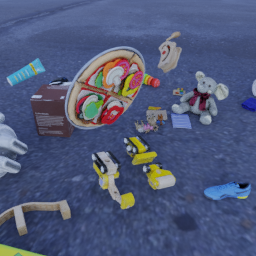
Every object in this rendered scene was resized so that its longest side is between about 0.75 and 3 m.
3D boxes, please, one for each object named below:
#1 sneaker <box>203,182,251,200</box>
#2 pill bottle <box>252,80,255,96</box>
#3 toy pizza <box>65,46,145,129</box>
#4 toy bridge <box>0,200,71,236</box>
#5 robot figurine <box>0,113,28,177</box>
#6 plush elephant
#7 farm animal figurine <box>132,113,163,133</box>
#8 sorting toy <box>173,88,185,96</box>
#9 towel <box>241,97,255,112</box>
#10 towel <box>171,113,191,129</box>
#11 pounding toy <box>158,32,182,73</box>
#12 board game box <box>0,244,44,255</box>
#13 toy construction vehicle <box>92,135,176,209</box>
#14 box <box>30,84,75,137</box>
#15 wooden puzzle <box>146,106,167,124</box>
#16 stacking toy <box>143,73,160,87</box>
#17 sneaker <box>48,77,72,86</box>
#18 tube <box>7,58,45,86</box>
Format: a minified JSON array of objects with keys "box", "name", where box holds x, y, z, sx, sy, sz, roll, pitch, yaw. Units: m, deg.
[{"box":[2.724,1.668,7.709,1.273,0.499,0.420,-2,35,-1],"name":"sneaker"},{"box":[6.583,-1.854,12.847,1.457,0.817,0.817,-2,33,-4],"name":"pill bottle"},{"box":[-0.412,-0.814,6.592,2.311,2.311,0.366,-25,57,-33],"name":"toy pizza"},{"box":[-2.673,2.270,6.925,2.367,0.322,0.795,-15,33,-22],"name":"toy bridge"},{"box":[-4.536,0.560,8.322,2.916,1.647,2.473,9,68,14],"name":"robot figurine"},{"box":[3.033,-1.325,11.278,1.655,1.555,2.009,29,40,29],"name":"plush elephant"},{"box":[0.798,-0.074,10.425,1.121,0.563,0.905,-32,25,-34],"name":"farm animal figurine"},{"box":[2.437,-1.748,13.341,0.577,0.104,0.774,5,33,7],"name":"sorting toy"},{"box":[5.378,-0.998,12.109,0.900,0.223,0.664,-28,49,-37],"name":"towel"},{"box":[2.086,-0.274,11.087,0.722,0.119,0.998,3,34,1],"name":"towel"},{"box":[0.949,-1.965,7.085,0.571,0.573,0.999,1,68,51],"name":"pounding toy"},{"box":[-2.439,3.001,5.640,2.003,0.477,1.018,8,34,12],"name":"board game box"},{"box":[0.081,1.244,8.252,2.040,0.825,2.343,-9,35,-33],"name":"toy construction vehicle"},{"box":[-2.634,-0.637,10.303,1.274,1.536,1.261,4,33,5],"name":"box"},{"box":[1.166,-0.513,11.414,0.875,0.152,1.298,1,32,10],"name":"wooden puzzle"},{"box":[0.891,-2.469,14.032,1.591,0.679,0.679,26,40,26],"name":"stacking toy"},{"box":[-2.635,-1.939,12.932,2.352,0.859,1.316,0,34,2],"name":"sneaker"},{"box":[-3.389,-1.827,9.309,1.234,0.478,0.311,-38,34,-24],"name":"tube"}]
